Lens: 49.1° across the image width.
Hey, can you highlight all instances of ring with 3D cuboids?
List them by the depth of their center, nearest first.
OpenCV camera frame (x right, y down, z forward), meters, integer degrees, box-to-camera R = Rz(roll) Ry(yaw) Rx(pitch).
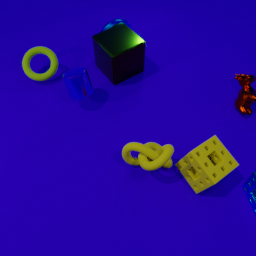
[{"bbox_3d":[-2.940,-2.157,9.396,1.181,0.236,1.181,0,85,-3],"label":"ring"},{"bbox_3d":[-0.445,-3.252,9.963,1.360,1.360,0.272,-27,61,-18],"label":"ring"}]

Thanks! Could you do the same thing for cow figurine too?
[{"bbox_3d":[3.602,-1.092,8.660,0.620,1.129,1.111,-2,43,-37],"label":"cow figurine"}]

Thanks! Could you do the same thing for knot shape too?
[{"bbox_3d":[0.502,0.710,7.293,1.332,1.423,0.658,3,90,8],"label":"knot shape"}]

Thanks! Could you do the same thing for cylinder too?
[{"bbox_3d":[-1.507,-1.349,8.496,0.757,0.757,0.757,-12,31,7],"label":"cylinder"}]

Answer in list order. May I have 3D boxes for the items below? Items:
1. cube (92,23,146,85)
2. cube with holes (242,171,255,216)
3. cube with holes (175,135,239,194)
[{"bbox_3d":[-0.299,-2.499,9.473,1.283,1.283,1.283,-29,59,-19],"label":"cube"},{"bbox_3d":[3.523,1.564,6.831,0.891,0.891,0.891,-9,55,-7],"label":"cube with holes"},{"bbox_3d":[1.967,0.929,7.075,0.916,0.916,0.916,-28,74,-27],"label":"cube with holes"}]
